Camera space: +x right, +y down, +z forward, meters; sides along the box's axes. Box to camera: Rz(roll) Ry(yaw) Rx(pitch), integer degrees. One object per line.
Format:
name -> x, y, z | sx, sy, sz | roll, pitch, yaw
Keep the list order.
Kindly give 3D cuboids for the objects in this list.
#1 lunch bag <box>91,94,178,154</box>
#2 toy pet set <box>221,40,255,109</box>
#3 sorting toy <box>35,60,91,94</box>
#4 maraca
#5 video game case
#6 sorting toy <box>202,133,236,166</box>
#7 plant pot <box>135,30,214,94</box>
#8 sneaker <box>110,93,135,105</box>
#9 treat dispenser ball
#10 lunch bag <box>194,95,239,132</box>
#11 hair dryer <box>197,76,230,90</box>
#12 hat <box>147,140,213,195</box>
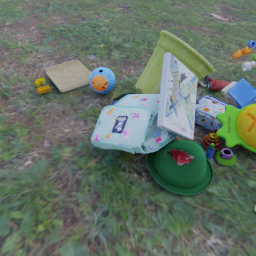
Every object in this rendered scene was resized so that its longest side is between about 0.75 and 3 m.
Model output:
lunch bag -> 0.323, -0.104, 9.995 | 2.408, 1.724, 2.827 | 6, 31, 40
toy pet set -> 5.325, -1.982, 12.064 | 2.425, 2.597, 1.379 | -37, 25, -2
sorting toy -> -3.357, -2.523, 14.330 | 2.936, 0.393, 2.187 | -22, 50, -24
maraca -> 4.731, -0.008, 10.337 | 2.916, 1.560, 1.999 | 4, 69, 3
video game case -> 1.761, -0.983, 9.573 | 0.269, 2.228, 2.444 | -2, 76, 37
sorting toy -> 3.305, 0.713, 10.287 | 0.910, 0.622, 1.515 | -19, 45, -22
plant pot -> 1.738, -2.211, 11.850 | 2.747, 2.526, 2.747 | 35, 11, -8
sneaker -> -0.449, -0.629, 11.766 | 1.035, 0.932, 2.657 | 11, 41, 38
treat dispenser ball -> -1.213, -2.252, 13.308 | 1.235, 1.235, 1.235 | 0, 40, 0
lunch bag -> 3.666, -0.617, 11.760 | 2.057, 0.777, 1.648 | 33, 49, 31
hair dryer -> 4.289, -2.335, 13.981 | 1.774, 0.482, 1.351 | 25, 45, 25
hat -> 1.956, 0.566, 8.905 | 2.316, 2.462, 2.796 | -9, 45, -17
